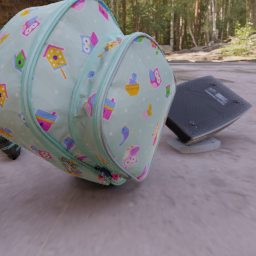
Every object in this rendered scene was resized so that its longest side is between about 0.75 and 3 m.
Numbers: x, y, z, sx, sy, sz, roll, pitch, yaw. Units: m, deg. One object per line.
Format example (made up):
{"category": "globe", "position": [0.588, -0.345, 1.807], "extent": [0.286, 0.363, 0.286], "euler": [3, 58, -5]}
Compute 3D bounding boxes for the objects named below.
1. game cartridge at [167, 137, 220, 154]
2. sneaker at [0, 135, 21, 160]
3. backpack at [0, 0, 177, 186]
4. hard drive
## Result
{"category": "game cartridge", "position": [1.493, 0.356, 6.307], "extent": [1.052, 0.215, 0.700], "euler": [-6, 14, -19]}
{"category": "sneaker", "position": [-2.654, 0.177, 6.116], "extent": [0.625, 0.657, 1.659], "euler": [-28, 25, -11]}
{"category": "backpack", "position": [-0.569, -0.480, 4.051], "extent": [1.973, 2.263, 2.574], "euler": [7, -22, 41]}
{"category": "hard drive", "position": [1.719, -0.471, 6.619], "extent": [2.287, 0.484, 1.542], "euler": [-24, 56, -34]}
